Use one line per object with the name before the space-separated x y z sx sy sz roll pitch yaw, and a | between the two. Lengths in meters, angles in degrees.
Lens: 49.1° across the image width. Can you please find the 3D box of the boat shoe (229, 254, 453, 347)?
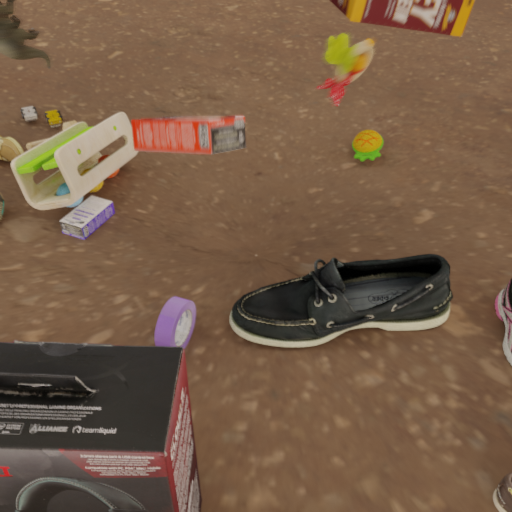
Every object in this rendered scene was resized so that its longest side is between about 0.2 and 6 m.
boat shoe | 1.277 0.519 8.204 3.360 1.114 1.256 -1 40 -2

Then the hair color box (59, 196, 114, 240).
hair color box | -3.096 -0.713 10.307 0.509 0.302 0.932 16 41 19

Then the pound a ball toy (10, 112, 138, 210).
pound a ball toy | -3.592 -1.856 11.077 1.846 1.202 2.831 -6 27 22

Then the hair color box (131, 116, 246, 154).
hair color box | -1.033 -1.847 8.471 1.628 0.499 0.827 10 21 35

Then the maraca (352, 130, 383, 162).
maraca | 2.410 -2.369 12.116 0.666 0.519 0.971 -4 47 18

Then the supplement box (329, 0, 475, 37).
supplement box | 2.092 -4.237 8.276 1.813 1.220 1.838 2 38 -14

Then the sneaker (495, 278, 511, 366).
sneaker | 3.893 0.936 7.975 0.731 0.785 1.819 -2 41 -1

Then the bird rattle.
bird rattle | 1.074 -2.131 6.386 0.652 0.800 0.450 -33 60 -15

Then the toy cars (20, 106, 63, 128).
toy cars | -5.112 -3.284 13.375 1.390 0.308 0.623 14 38 20

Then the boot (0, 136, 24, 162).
boot | -5.687 -2.108 11.765 1.505 0.548 1.170 25 46 28

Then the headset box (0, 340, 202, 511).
headset box | -1.683 1.949 5.122 2.157 2.898 1.119 2 40 1

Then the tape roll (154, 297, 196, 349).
tape roll | -1.132 0.987 7.902 0.259 0.790 0.790 14 42 16

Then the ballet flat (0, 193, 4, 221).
ballet flat | -5.780 -0.669 9.935 2.459 0.834 0.926 -11 54 -18

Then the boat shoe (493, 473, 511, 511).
boat shoe | 3.285 2.884 5.924 1.487 0.442 0.534 33 50 33

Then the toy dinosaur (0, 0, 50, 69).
toy dinosaur | -3.359 -2.999 7.463 0.545 1.416 0.724 8 58 25
